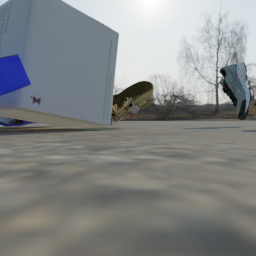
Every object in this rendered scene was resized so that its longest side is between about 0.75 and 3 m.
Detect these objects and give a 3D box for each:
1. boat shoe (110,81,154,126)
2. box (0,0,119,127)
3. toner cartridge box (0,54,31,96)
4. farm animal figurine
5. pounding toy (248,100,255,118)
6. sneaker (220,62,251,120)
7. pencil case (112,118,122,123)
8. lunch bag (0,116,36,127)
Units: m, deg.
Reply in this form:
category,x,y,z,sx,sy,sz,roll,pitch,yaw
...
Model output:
category,x,y,z,sx,sy,sz,roll,pitch,yaw
boat shoe,-0.208,-0.531,7.683,2.192,0.687,0.803,-26,44,-11
box,-1.575,-1.176,5.670,1.818,2.112,2.123,0,-8,43
toner cartridge box,-2.381,-0.453,3.857,2.036,0.439,0.967,-10,15,34
farm animal figurine,-0.162,-0.369,6.430,0.851,0.428,0.687,-3,-38,-3
pounding toy,3.171,-0.330,5.806,0.827,0.942,0.431,-36,-24,4
sneaker,3.593,-1.220,9.423,0.885,2.233,0.825,-4,-31,10
pencil case,-1.086,-0.858,11.713,1.315,1.205,2.898,21,3,15
lunch bag,-3.133,-1.103,7.623,2.783,1.723,2.366,35,14,8
